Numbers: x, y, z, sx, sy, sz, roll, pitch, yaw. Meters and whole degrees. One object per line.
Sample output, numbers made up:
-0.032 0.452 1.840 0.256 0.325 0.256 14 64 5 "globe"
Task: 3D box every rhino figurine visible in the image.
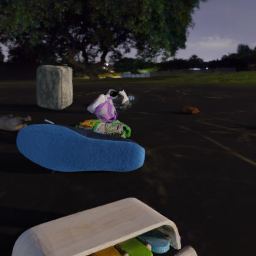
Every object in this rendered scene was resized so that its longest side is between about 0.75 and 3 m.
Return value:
-4.429 -0.199 9.949 1.820 0.544 0.796 2 11 18 "rhino figurine"

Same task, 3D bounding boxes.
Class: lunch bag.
-3.923 -2.313 15.732 1.695 2.432 2.040 8 16 16 "lunch bag"

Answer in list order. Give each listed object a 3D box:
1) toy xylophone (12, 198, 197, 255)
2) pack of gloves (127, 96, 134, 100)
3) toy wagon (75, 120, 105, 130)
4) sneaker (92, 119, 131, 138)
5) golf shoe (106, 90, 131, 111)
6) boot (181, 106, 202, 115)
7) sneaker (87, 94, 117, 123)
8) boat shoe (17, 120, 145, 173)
-0.222 1.275 2.864 1.925 0.484 1.409 -6 13 -25 "toy xylophone"
-0.647 -1.541 17.244 2.042 0.480 2.430 -12 9 -2 "pack of gloves"
-1.076 -0.076 9.829 1.306 0.333 1.683 1 12 3 "toy wagon"
-0.475 0.153 7.904 0.741 0.679 1.739 19 24 22 "sneaker"
-0.850 -1.371 13.614 2.201 1.040 0.856 -2 24 36 "golf shoe"
3.086 -0.789 13.708 0.862 0.313 0.915 7 18 -5 "boot"
-0.653 -0.510 8.192 0.698 0.768 1.736 -44 4 6 "sneaker"
-0.976 0.510 5.932 2.577 1.084 0.885 15 3 -7 "boat shoe"
